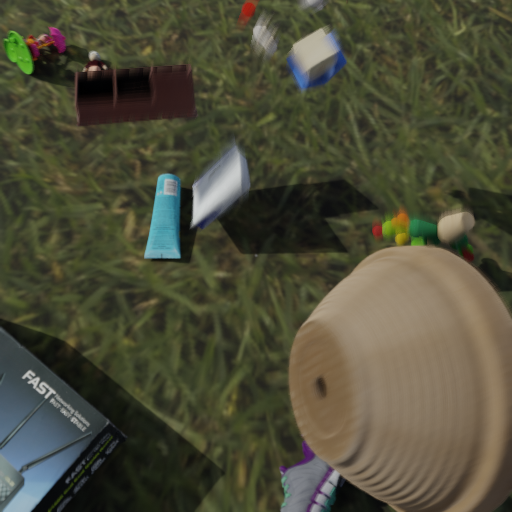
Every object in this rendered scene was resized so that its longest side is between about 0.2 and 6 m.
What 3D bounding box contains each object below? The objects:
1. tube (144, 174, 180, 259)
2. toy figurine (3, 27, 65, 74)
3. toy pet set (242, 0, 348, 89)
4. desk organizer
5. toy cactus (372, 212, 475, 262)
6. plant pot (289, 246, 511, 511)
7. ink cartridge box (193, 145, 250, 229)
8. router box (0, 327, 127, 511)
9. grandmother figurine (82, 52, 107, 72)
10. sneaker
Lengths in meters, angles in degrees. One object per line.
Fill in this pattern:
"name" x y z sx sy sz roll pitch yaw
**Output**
"tube" -1.593 -0.682 9.892 0.613 0.399 1.583 -3 65 9
"toy figurine" -4.611 -4.470 11.903 1.158 0.869 1.065 23 46 39
"toy pet set" 0.811 -3.457 8.597 1.555 0.826 1.452 -28 85 7
"desk organizer" -1.945 -2.609 9.042 1.910 0.735 0.685 -6 27 -6
"toy cactus" 2.847 -0.281 8.872 1.702 1.405 0.870 24 67 -11
"plant pot" 1.424 1.520 6.707 1.522 3.298 3.298 0 59 -24
"ink cartridge box" -0.622 -1.189 9.623 1.190 0.242 1.192 -40 33 24
"router box" -3.949 2.411 7.747 3.406 1.058 2.552 33 66 17
"grandmother figurine" -3.392 -3.948 11.768 0.515 0.257 0.849 -2 63 -12
"sneaker" 0.537 3.358 7.532 0.837 0.711 1.911 21 52 23
